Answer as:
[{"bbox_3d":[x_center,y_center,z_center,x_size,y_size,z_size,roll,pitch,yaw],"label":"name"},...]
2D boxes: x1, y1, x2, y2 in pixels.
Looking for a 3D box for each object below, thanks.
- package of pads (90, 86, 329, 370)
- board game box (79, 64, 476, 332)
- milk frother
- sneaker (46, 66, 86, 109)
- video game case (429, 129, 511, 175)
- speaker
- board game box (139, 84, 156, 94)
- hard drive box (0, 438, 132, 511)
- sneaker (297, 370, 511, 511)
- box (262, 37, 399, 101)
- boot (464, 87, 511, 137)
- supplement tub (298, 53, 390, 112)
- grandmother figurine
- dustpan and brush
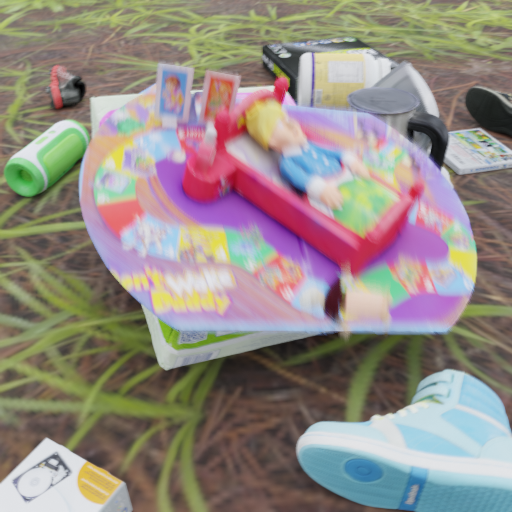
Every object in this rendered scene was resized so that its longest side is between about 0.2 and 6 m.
[{"bbox_3d":[-0.266,-0.632,7.387,3.018,1.332,3.907,-10,53,-23],"label":"package of pads"},{"bbox_3d":[0.476,-0.970,6.314,4.742,0.923,3.747,2,50,-14],"label":"board game box"},{"bbox_3d":[2.332,-1.954,9.532,1.701,1.773,1.884,5,37,7],"label":"milk frother"},{"bbox_3d":[-4.446,-4.008,13.215,0.848,0.613,1.736,-9,40,-11],"label":"sneaker"},{"bbox_3d":[4.211,-2.080,11.047,1.372,0.166,1.506,-9,37,-12],"label":"video game case"},{"bbox_3d":[-3.750,-1.802,10.170,0.794,0.794,1.795,9,38,12],"label":"speaker"},{"bbox_3d":[-1.848,-1.947,9.615,0.390,1.612,2.131,15,40,20],"label":"board game box"},{"bbox_3d":[-1.889,2.394,4.876,0.991,0.489,1.272,18,41,23],"label":"hard drive box"},{"bbox_3d":[1.497,1.698,5.534,2.144,0.853,1.400,12,40,1],"label":"sneaker"},{"bbox_3d":[1.833,-4.837,14.272,2.784,0.661,2.688,-10,36,-13],"label":"box"},{"bbox_3d":[5.681,-3.115,11.957,1.559,0.745,2.064,-24,49,-31],"label":"boot"},{"bbox_3d":[1.878,-3.718,12.234,1.850,1.345,1.345,1,37,1],"label":"supplement tub"},{"bbox_3d":[0.728,0.379,4.670,0.775,0.235,0.470,6,74,-10],"label":"grandmother figurine"},{"bbox_3d":[2.734,-2.057,9.586,2.182,1.523,0.624,42,71,-9],"label":"dustpan and brush"}]
